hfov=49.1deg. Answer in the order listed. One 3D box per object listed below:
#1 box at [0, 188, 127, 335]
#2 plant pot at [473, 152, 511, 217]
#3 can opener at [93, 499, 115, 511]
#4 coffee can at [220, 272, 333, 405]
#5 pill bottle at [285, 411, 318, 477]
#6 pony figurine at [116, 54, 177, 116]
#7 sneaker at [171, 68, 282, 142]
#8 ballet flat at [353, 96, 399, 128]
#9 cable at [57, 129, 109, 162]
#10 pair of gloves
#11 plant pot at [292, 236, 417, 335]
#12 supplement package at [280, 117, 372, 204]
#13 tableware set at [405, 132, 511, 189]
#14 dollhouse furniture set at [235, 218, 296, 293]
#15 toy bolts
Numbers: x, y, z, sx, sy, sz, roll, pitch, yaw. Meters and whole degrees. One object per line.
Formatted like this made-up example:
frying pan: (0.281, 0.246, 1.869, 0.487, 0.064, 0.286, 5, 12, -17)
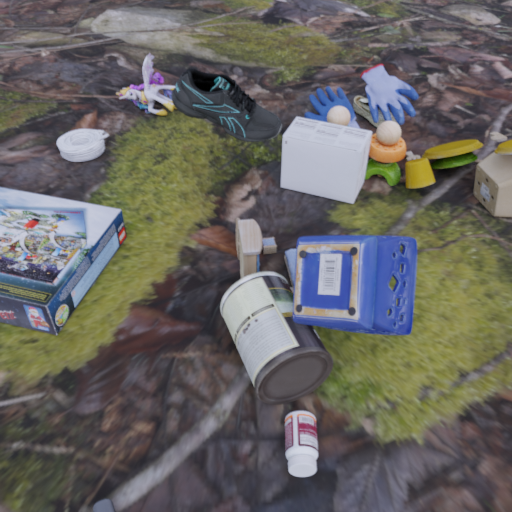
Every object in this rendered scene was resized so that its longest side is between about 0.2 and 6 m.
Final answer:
box: (-4.823, -0.137, 10.418, 3.948, 0.744, 2.696, 11, 43, 12)
plant pot: (5.291, -1.527, 11.691, 1.115, 1.260, 1.258, -17, 44, -4)
can opener: (-1.732, 3.644, 6.509, 0.515, 0.411, 1.541, -17, 44, -19)
coffee can: (0.268, 1.222, 8.532, 1.206, 1.206, 1.647, -15, 46, -16)
pill bottle: (0.619, 2.571, 7.666, 0.444, 0.444, 0.778, 1, 42, 1)
pony figurine: (-2.797, -4.445, 15.032, 1.558, 1.297, 1.504, 18, 53, -2)
sneaker: (-0.531, -3.042, 11.357, 2.358, 0.935, 0.889, 16, 58, -13)
ballet flat: (3.108, -3.717, 14.550, 0.557, 0.557, 1.603, -26, 48, -26)
cable: (-4.216, -2.678, 13.518, 1.087, 0.376, 1.087, 15, 46, 17)
pair of gloves: (2.647, -3.859, 14.395, 2.737, 0.312, 2.201, -23, 54, 3)
plant pot: (1.321, 0.374, 7.899, 1.434, 1.434, 1.289, 1, -5, 40)
supplement package: (1.485, -2.070, 12.123, 1.698, 1.323, 0.942, 16, 43, 16)
tableware set: (5.251, -2.149, 11.791, 4.215, 0.647, 2.839, -10, 15, 15)
dollhouse furniture set: (0.638, -0.149, 10.078, 1.898, 1.239, 1.792, -4, 43, -6)
toy bolts: (2.498, -2.773, 12.856, 2.002, 1.389, 1.913, 14, 44, 15)
